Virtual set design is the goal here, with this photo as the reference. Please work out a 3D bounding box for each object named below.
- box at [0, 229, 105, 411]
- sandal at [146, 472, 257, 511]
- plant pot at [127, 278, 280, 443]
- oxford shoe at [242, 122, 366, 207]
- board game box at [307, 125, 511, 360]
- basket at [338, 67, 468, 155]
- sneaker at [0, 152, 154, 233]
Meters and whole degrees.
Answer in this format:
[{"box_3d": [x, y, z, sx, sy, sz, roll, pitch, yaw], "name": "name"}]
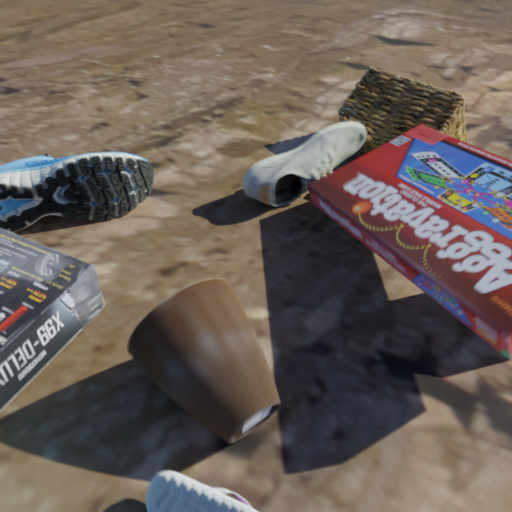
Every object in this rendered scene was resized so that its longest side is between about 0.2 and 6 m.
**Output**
[{"box_3d": [-4.487, 0.718, 7.797, 3.635, 0.905, 2.867, 18, 44, 20], "name": "box"}, {"box_3d": [-0.289, 2.766, 5.729, 1.920, 0.781, 0.472, 25, 6, 27], "name": "sandal"}, {"box_3d": [-0.483, 1.361, 6.800, 1.517, 1.517, 1.624, -27, 64, -28], "name": "plant pot"}, {"box_3d": [1.050, -1.668, 10.515, 2.748, 1.033, 0.794, -28, 51, -20], "name": "oxford shoe"}, {"box_3d": [2.914, -0.624, 8.230, 2.498, 0.472, 4.852, -30, 34, -8], "name": "board game box"}, {"box_3d": [3.042, -2.563, 11.768, 2.319, 1.727, 1.655, 29, 81, 29], "name": "basket"}, {"box_3d": [-3.512, -1.436, 10.069, 3.293, 1.291, 1.481, -8, 38, -10], "name": "sneaker"}]
